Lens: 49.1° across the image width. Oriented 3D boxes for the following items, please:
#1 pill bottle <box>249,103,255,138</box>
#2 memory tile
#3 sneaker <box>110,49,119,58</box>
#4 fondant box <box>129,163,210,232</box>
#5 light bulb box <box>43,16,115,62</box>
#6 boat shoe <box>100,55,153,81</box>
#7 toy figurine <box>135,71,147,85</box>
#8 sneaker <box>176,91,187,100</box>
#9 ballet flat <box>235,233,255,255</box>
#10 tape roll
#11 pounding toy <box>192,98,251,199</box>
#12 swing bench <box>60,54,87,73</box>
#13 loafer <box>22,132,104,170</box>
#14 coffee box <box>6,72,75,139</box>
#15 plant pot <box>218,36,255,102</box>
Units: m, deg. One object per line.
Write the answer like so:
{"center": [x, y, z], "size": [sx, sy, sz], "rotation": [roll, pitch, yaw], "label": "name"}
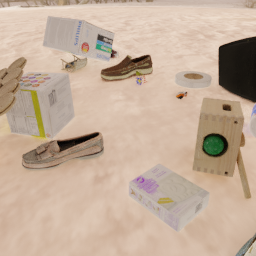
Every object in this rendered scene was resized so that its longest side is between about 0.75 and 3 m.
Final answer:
{"center": [4.769, -0.406, 9.562], "size": [1.045, 1.045, 1.866], "rotation": [13, 32, 21], "label": "pill bottle"}
{"center": [-3.927, -0.931, 8.114], "size": [2.186, 0.239, 2.852], "rotation": [-27, 39, 13], "label": "memory tile"}
{"center": [-1.248, -4.868, 18.132], "size": [0.734, 0.481, 1.270], "rotation": [-28, 40, -35], "label": "sneaker"}
{"center": [0.939, 1.570, 6.640], "size": [1.131, 0.456, 1.567], "rotation": [-25, 37, -37], "label": "fondant box"}
{"center": [-2.843, -5.186, 16.451], "size": [2.904, 1.812, 2.878], "rotation": [19, 13, 31], "label": "light bulb box"}
{"center": [-0.074, -3.276, 14.602], "size": [3.022, 1.118, 1.116], "rotation": [-17, 34, -28], "label": "boat shoe"}
{"center": [0.551, -2.321, 13.485], "size": [0.402, 0.762, 0.456], "rotation": [16, 62, 51], "label": "toy figurine"}
{"center": [2.267, -1.438, 12.248], "size": [0.351, 0.289, 0.763], "rotation": [16, 25, 40], "label": "sneaker"}
{"center": [2.648, 2.159, 5.110], "size": [1.022, 1.022, 2.754], "rotation": [22, 36, 34], "label": "ballet flat"}
{"center": [3.226, -2.410, 13.874], "size": [1.813, 0.331, 1.813], "rotation": [0, 29, 0], "label": "tape roll"}
{"center": [2.578, 0.426, 7.488], "size": [1.476, 1.911, 2.076], "rotation": [8, 22, 15], "label": "pounding toy"}
{"center": [-2.984, -3.561, 15.578], "size": [1.079, 0.700, 1.073], "rotation": [18, 33, 25], "label": "swing bench"}
{"center": [-1.854, 0.563, 8.065], "size": [2.377, 0.747, 0.855], "rotation": [-10, 40, -18], "label": "loafer"}
{"center": [-3.040, -0.853, 9.641], "size": [1.681, 1.700, 1.697], "rotation": [6, 30, 17], "label": "coffee box"}
{"center": [5.597, -2.851, 12.555], "size": [2.752, 2.745, 2.441], "rotation": [-22, 25, -34], "label": "plant pot"}
